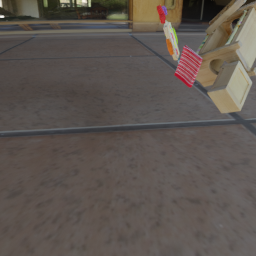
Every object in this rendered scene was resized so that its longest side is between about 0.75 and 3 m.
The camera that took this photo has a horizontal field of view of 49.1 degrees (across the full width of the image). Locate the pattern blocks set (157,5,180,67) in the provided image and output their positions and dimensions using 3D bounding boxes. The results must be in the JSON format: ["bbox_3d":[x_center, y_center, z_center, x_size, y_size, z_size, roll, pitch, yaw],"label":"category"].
[{"bbox_3d":[1.346,-2.742,8.732,0.166,2.048,1.800,-14,16,21],"label":"pattern blocks set"}]

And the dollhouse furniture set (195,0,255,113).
[{"bbox_3d":[1.691,-2.121,6.288,1.552,2.469,2.792,-7,43,52],"label":"dollhouse furniture set"}]

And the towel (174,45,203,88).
[{"bbox_3d":[1.428,-1.452,6.704,0.096,0.855,0.618,-24,57,-28],"label":"towel"}]
